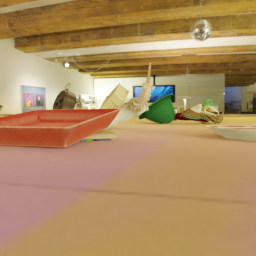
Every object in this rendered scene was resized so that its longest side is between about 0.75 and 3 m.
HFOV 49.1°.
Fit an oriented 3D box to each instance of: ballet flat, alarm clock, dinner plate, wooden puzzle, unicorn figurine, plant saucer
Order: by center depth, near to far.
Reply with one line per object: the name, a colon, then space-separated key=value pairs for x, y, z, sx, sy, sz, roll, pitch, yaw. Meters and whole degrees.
plant saucer: x=-1.579 y=-0.045 z=5.644 sx=2.299 sy=0.422 sz=2.294 roll=0 pitch=11 yaw=19
wooden puzzle: x=-0.752 y=0.163 z=6.064 sx=0.847 sy=0.212 sz=0.914 roll=-2 pitch=9 yaw=-17
dinner plate: x=3.007 y=0.095 z=6.394 sx=2.364 sy=0.287 sz=2.364 roll=0 pitch=5 yaw=0
unicorn figurine: x=-0.040 y=-0.668 z=9.198 sx=2.835 sy=1.047 sz=1.947 roll=-40 pitch=2 yaw=6
alarm clock: x=-2.565 y=-1.106 z=11.262 sx=0.565 sy=1.699 sz=1.146 roll=27 pitch=-34 yaw=-34
ballet flat: x=3.320 y=-0.683 z=12.293 sx=1.862 sy=0.674 sz=0.631 roll=13 pitch=29 yaw=0

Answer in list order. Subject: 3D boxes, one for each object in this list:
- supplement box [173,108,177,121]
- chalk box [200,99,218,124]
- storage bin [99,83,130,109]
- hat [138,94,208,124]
supplement box: x=2.756 y=-0.870 z=17.432 sx=0.534 sy=0.794 sz=0.795 roll=1 pitch=4 yaw=15
chalk box: x=3.846 y=-0.793 z=13.324 sx=0.725 sy=1.161 sz=0.720 roll=0 pitch=4 yaw=2
storage bin: x=-0.470 y=-0.843 z=8.871 sx=0.438 sy=0.927 sz=0.934 roll=40 pitch=29 yaw=-13
hat: x=1.899 y=-0.281 z=12.963 sx=1.898 sy=2.017 sz=2.292 roll=-22 pitch=-15 yaw=-45
